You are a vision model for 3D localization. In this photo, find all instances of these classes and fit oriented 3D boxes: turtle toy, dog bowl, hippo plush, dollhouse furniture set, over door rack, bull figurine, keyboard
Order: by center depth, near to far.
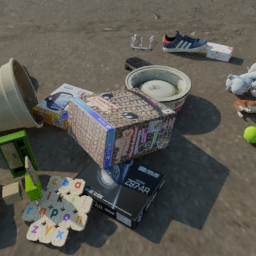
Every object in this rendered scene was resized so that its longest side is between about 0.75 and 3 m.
[{"bbox_3d":[-3.922,1.401,7.680,2.682,1.346,1.757,-17,35,-12],"label":"dollhouse furniture set"},{"bbox_3d":[4.984,0.135,9.818,1.731,0.875,1.262,-4,65,-1],"label":"turtle toy"},{"bbox_3d":[5.028,-0.800,11.196,1.521,0.495,0.923,1,41,1],"label":"bull figurine"},{"bbox_3d":[1.220,-1.519,11.646,2.700,0.996,2.700,0,42,0],"label":"dog bowl"},{"bbox_3d":[4.994,-2.121,12.072,1.349,1.337,1.678,-7,42,-9],"label":"hippo plush"},{"bbox_3d":[0.664,-3.035,13.975,1.367,0.222,2.152,-31,49,-30],"label":"keyboard"},{"bbox_3d":[0.818,-5.004,16.000,1.133,0.511,1.534,7,42,7],"label":"over door rack"}]

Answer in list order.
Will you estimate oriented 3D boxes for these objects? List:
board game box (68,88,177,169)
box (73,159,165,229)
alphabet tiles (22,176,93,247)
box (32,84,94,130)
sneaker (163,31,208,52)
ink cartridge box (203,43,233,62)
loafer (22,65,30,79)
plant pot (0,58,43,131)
[{"bbox_3d":[-0.225,-0.161,9.275,2.786,1.349,2.221,-15,38,-36],"label":"board game box"},{"bbox_3d":[-0.299,1.684,8.360,2.264,0.493,1.814,23,46,24],"label":"box"},{"bbox_3d":[-1.929,2.216,7.668,1.869,0.136,1.828,4,57,17],"label":"alphabet tiles"},{"bbox_3d":[-2.470,-1.016,11.331,1.477,0.515,2.481,19,43,15],"label":"box"},{"bbox_3d":[3.011,-4.687,14.950,2.388,1.009,0.895,-1,39,16],"label":"sneaker"},{"bbox_3d":[4.748,-4.066,14.929,1.450,0.489,0.844,21,45,22],"label":"ink cartridge box"},{"bbox_3d":[-4.811,-2.315,12.859,0.562,0.581,1.654,-12,43,-14],"label":"loafer"},{"bbox_3d":[-4.695,-0.853,10.010,2.406,2.629,2.629,-20,44,-5],"label":"plant pot"}]
